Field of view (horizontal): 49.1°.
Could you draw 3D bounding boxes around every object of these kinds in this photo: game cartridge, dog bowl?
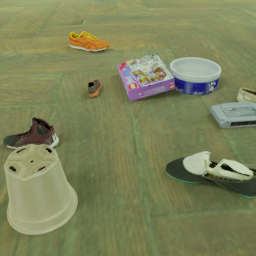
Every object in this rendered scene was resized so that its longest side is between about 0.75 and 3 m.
[{"bbox_3d":[3.656,-0.453,9.228,1.680,0.349,1.118,-4,31,-5],"label":"game cartridge"},{"bbox_3d":[2.614,-2.088,11.123,1.963,0.773,1.963,0,35,0],"label":"dog bowl"}]

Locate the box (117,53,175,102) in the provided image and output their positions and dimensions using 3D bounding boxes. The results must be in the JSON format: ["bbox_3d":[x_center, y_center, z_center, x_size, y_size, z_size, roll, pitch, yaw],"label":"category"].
[{"bbox_3d":[0.634,-2.074,11.047,1.739,0.497,2.542,-16,37,-1],"label":"box"}]

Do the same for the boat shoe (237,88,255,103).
[{"bbox_3d":[4.762,-1.056,9.848,1.712,0.556,0.618,13,37,18],"label":"boat shoe"}]

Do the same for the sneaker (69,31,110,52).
[{"bbox_3d":[-2.046,-4.478,14.434,2.317,0.894,0.845,12,36,14],"label":"sneaker"}]

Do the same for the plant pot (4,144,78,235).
[{"bbox_3d":[-1.918,1.183,5.937,1.544,1.413,1.544,0,36,0],"label":"plant pot"}]

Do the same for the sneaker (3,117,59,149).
[{"bbox_3d":[-2.791,0.086,7.922,1.575,0.910,0.596,-1,35,-1],"label":"sneaker"}]

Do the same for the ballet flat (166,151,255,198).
[{"bbox_3d":[2.059,0.983,6.765,2.287,0.782,0.778,11,38,16],"label":"ballet flat"}]

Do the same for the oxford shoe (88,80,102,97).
[{"bbox_3d":[-1.285,-1.640,10.708,0.416,0.424,1.168,-17,31,12],"label":"oxford shoe"}]
